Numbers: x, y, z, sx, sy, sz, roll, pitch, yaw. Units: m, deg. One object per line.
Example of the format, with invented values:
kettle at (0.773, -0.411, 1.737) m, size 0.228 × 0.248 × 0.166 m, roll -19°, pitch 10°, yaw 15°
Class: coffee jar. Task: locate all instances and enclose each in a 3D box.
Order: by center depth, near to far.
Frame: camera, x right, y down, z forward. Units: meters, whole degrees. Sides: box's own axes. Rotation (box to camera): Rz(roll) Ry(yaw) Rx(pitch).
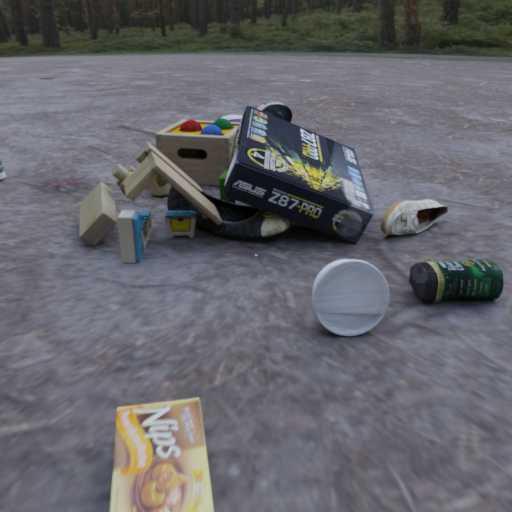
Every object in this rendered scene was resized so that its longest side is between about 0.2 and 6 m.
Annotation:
coffee jar at (2.715, 0.337, 7.673) m, size 1.148 × 0.490 × 0.599 m, roll -3°, pitch 25°, yaw -5°

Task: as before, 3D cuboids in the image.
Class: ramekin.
ramekin at (1.122, 0.476, 6.901) m, size 0.952 × 0.952 × 0.443 m, roll -2°, pitch 12°, yaw -5°

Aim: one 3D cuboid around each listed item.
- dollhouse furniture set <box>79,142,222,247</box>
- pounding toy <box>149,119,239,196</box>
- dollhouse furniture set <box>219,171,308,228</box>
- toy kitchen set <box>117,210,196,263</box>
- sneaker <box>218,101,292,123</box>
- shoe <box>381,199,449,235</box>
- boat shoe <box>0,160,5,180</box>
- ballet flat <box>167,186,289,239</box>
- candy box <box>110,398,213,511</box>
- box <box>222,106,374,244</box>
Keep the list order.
dollhouse furniture set at (-1.899, -0.766, 9.809) m, size 1.826 × 1.488 × 1.736 m, roll -44°, pitch 31°, yaw 10°
pounding toy at (-1.674, -2.320, 12.583) m, size 2.430 × 1.265 × 2.766 m, roll 6°, pitch 25°, yaw 13°
dollhouse furniture set at (0.427, -1.098, 10.419) m, size 2.143 × 0.827 × 1.071 m, roll 4°, pitch 25°, yaw 10°
toy kitchen set at (-1.568, -0.498, 9.162) m, size 1.059 × 0.779 × 1.322 m, roll 0°, pitch 25°, yaw 0°
sneaker at (0.246, -3.315, 15.343) m, size 1.345 × 1.163 × 3.072 m, roll 31°, pitch 41°, yaw 27°
shoe at (2.807, -0.706, 9.880) m, size 1.613 × 0.564 × 0.430 m, roll -18°, pitch 26°, yaw -37°
boat shoe at (-6.946, -2.001, 12.499) m, size 2.430 × 0.751 × 0.885 m, roll -5°, pitch 25°, yaw -12°
ballet flat at (-0.583, -0.794, 9.880) m, size 2.507 × 0.712 × 0.833 m, roll 14°, pitch 30°, yaw 27°
candy box at (-0.785, 1.769, 4.661) m, size 0.763 × 0.365 × 1.321 m, roll -4°, pitch 25°, yaw -9°
box at (0.746, -1.595, 10.337) m, size 2.461 × 0.750 × 3.053 m, roll 22°, pitch 30°, yaw -9°
